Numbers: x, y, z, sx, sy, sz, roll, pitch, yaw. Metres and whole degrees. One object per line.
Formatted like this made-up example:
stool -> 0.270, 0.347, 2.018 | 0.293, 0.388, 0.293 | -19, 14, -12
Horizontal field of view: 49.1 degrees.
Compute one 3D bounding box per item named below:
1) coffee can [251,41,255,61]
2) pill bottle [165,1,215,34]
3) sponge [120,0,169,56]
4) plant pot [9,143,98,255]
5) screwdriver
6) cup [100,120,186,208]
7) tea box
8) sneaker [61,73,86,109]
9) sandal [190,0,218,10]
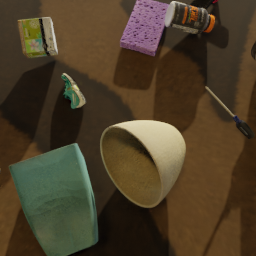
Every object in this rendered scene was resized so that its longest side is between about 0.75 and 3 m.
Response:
coffee can -> 5.124, -1.544, 7.702 | 2.124, 2.124, 2.902 | -18, 67, -8
pill bottle -> 2.073, -3.612, 9.303 | 1.539, 0.817, 0.817 | 7, 64, -14
sponge -> 0.617, -3.508, 9.607 | 1.218, 0.326, 2.183 | 16, 66, 6
plant pot -> -1.505, 1.770, 6.539 | 1.540, 1.539, 2.179 | -20, 74, -9
screwdriver -> 2.805, -0.424, 7.633 | 2.036, 0.296, 0.284 | 45, 71, -18
cup -> 0.545, 0.641, 6.892 | 1.503, 2.101, 2.101 | -28, 66, -34
tea box -> -2.818, -2.825, 8.819 | 1.005, 0.683, 1.022 | -10, 93, -7
sneaker -> -1.744, -1.137, 8.435 | 0.507, 0.494, 1.274 | -32, 66, 1
sandal -> 3.012, -4.848, 10.226 | 2.095, 0.472, 0.787 | -46, 67, -3
